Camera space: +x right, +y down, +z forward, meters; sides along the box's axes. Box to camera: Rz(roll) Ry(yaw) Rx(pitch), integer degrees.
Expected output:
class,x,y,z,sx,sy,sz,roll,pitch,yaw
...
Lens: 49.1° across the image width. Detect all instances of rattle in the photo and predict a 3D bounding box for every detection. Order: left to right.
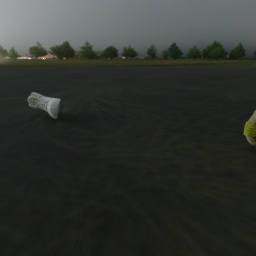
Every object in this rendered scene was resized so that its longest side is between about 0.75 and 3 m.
class,x,y,z,sx,sy,sz,roll,pitch,yaw
rattle,3.472,0.160,6.266,1.509,0.982,1.078,23,-2,-24

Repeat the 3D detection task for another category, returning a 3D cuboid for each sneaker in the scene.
class,x,y,z,sx,sy,sz,roll,pitch,yaw
sneaker,-2.851,-0.775,9.438,1.082,0.690,1.872,13,2,-17
